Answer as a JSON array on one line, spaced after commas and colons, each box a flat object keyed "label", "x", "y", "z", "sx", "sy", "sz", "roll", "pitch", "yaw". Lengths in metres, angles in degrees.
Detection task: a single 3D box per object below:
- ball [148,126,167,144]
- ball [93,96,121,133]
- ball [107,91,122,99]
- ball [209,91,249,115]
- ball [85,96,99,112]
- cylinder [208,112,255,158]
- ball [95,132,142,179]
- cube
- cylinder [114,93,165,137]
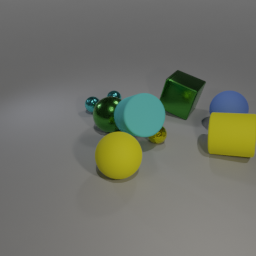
[{"label": "ball", "x": 1.055, "y": 0.220, "z": 10.116, "sx": 0.700, "sy": 0.700, "sz": 0.700, "roll": 0, "pitch": 29, "yaw": 0}, {"label": "ball", "x": -0.639, "y": -0.502, "z": 10.666, "sx": 1.400, "sy": 1.400, "sz": 1.400, "roll": 0, "pitch": 29, "yaw": 0}, {"label": "ball", "x": -0.647, "y": -1.385, "z": 12.975, "sx": 0.700, "sy": 0.700, "sz": 0.700, "roll": 0, "pitch": 29, "yaw": 0}, {"label": "ball", "x": 3.802, "y": -0.708, "z": 10.583, "sx": 1.400, "sy": 1.400, "sz": 1.400, "roll": 0, "pitch": 29, "yaw": 0}, {"label": "ball", "x": -1.534, "y": -1.026, "z": 12.211, "sx": 0.700, "sy": 0.700, "sz": 0.700, "roll": 0, "pitch": 29, "yaw": 0}, {"label": "cylinder", "x": 3.429, "y": 0.210, "z": 9.232, "sx": 1.400, "sy": 1.400, "sz": 1.400, "roll": 4, "pitch": 28, "yaw": 22}, {"label": "ball", "x": -0.279, "y": 0.810, "z": 8.315, "sx": 1.400, "sy": 1.400, "sz": 1.400, "roll": 0, "pitch": 29, "yaw": 0}, {"label": "cube", "x": 2.312, "y": -1.455, "z": 12.087, "sx": 1.400, "sy": 1.400, "sz": 1.400, "roll": 27, "pitch": 36, "yaw": 16}, {"label": "cylinder", "x": 0.355, "y": -0.421, "z": 9.481, "sx": 1.400, "sy": 1.400, "sz": 1.400, "roll": -9, "pitch": 4, "yaw": -15}]
